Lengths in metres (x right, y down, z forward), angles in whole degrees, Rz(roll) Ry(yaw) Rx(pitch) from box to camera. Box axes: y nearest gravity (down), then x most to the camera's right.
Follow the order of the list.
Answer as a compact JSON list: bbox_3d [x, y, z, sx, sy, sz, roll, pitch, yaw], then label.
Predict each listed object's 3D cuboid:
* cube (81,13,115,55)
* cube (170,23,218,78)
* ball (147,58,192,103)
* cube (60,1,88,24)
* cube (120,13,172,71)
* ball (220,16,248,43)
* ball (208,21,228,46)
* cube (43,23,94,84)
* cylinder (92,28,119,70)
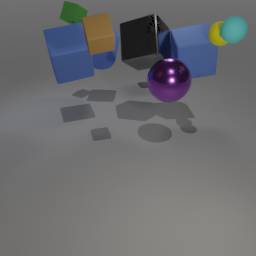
[{"bbox_3d":[-0.765,-2.435,7.281,0.700,0.700,0.700,-14,75,-7],"label":"cube"},{"bbox_3d":[2.395,-2.805,10.338,1.400,1.400,1.400,-9,44,3],"label":"cube"},{"bbox_3d":[1.298,-1.511,8.875,1.400,1.400,1.400,0,29,0],"label":"ball"},{"bbox_3d":[-2.149,-4.504,11.109,0.700,0.700,0.700,24,10,24],"label":"cube"},{"bbox_3d":[0.657,-2.997,10.038,1.400,1.400,1.400,-6,-5,27],"label":"cube"},{"bbox_3d":[2.868,-2.668,7.602,0.700,0.700,0.700,0,29,0],"label":"ball"},{"bbox_3d":[2.749,-2.800,8.313,0.700,0.700,0.700,0,29,0],"label":"ball"},{"bbox_3d":[-2.109,-2.675,10.097,1.400,1.400,1.400,-15,60,-11],"label":"cube"},{"bbox_3d":[-1.147,-3.518,12.156,1.400,1.400,1.400,3,54,6],"label":"cylinder"}]
